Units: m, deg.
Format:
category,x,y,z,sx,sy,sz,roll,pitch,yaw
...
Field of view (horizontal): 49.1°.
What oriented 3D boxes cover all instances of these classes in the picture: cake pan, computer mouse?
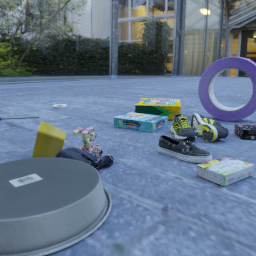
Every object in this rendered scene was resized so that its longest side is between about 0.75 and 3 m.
category,x,y,z,sx,sy,sz,roll,pitch,yaw
cake pan,-1.770,1.188,5.024,2.940,0.539,2.940,0,13,0
computer mouse,-1.216,0.745,7.135,1.533,0.404,1.062,7,16,27

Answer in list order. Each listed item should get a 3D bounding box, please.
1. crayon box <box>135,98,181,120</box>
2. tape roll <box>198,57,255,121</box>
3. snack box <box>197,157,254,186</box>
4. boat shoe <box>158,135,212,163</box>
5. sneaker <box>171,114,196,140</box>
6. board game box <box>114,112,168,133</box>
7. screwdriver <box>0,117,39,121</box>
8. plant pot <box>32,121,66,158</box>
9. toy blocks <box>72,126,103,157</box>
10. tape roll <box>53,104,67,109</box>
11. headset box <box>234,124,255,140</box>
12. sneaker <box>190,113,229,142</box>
category,x,y,z,sx,sy,sz,roll,pitch,yaw
crayon box,1.497,-0.951,13.547,2.046,0.691,2.371,4,14,9
tape roll,4.549,-1.712,12.286,2.744,2.744,0.900,8,16,29
snack box,2.242,0.970,6.443,1.092,0.289,0.777,-9,17,-34
boat shoe,1.509,0.567,7.715,1.679,0.475,0.576,12,18,41
sneaker,1.876,-0.063,9.786,0.643,0.731,1.727,-3,14,-10
board game box,0.524,-0.258,11.276,1.764,0.414,1.332,8,16,31
screwdriver,-5.190,-0.380,11.965,2.737,0.382,0.398,-2,-18,-13
plant pot,-2.158,0.391,7.759,0.736,0.835,0.835,13,17,-15
toy blocks,-1.029,0.341,8.007,0.835,0.781,0.703,3,19,25
tape roll,-3.844,-1.216,15.809,0.800,0.146,0.800,-1,13,0
headset box,4.197,0.117,9.824,0.714,0.360,0.961,1,14,3
sneaker,2.810,0.015,9.851,0.805,0.708,1.902,3,22,-13
